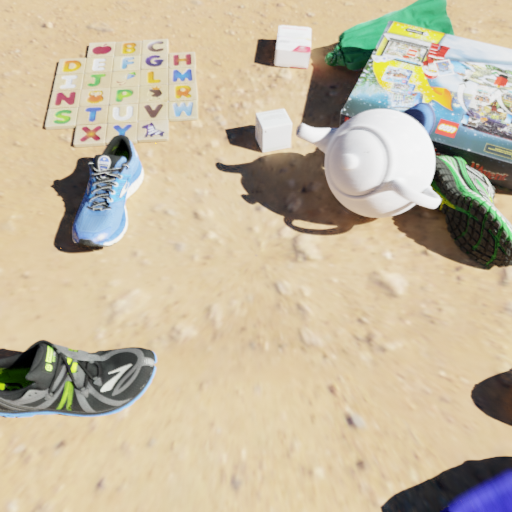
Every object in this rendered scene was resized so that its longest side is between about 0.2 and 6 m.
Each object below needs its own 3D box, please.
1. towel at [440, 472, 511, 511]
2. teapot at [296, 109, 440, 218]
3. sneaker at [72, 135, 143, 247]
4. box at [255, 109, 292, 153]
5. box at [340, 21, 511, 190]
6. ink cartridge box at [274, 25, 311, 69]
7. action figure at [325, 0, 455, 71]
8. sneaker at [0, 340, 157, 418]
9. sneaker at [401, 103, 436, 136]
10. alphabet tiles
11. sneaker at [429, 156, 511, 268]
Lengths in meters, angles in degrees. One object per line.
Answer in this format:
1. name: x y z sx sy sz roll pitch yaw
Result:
1. towel: 3.178 3.527 5.627 1.946 0.653 2.636 -22 54 -15
2. teapot: 1.801 -1.426 8.773 1.378 1.887 1.862 -9 85 -52
3. sneaker: -2.507 -1.117 9.196 0.903 1.025 2.299 4 52 4
4. box: 0.320 -2.343 10.474 0.581 0.584 0.500 -12 50 -10
5. box: 3.798 -2.841 10.442 3.800 0.716 2.595 22 68 17
6. ink cartridge box: 0.822 -4.636 12.424 0.765 0.444 1.037 6 49 2
7. action figure: 2.791 -4.603 12.057 2.701 0.739 1.595 -14 83 5
8. sneaker: -2.412 1.540 7.073 2.290 0.949 0.812 -5 53 -4
9. sneaker: 2.295 -2.028 9.592 0.690 1.678 0.620 -15 80 -42
10. alphabet tiles: -2.739 -3.523 11.735 2.996 0.114 3.601 -5 51 -3
11. sneaker: 3.573 -0.850 9.048 1.017 0.932 2.389 -12 55 -19
